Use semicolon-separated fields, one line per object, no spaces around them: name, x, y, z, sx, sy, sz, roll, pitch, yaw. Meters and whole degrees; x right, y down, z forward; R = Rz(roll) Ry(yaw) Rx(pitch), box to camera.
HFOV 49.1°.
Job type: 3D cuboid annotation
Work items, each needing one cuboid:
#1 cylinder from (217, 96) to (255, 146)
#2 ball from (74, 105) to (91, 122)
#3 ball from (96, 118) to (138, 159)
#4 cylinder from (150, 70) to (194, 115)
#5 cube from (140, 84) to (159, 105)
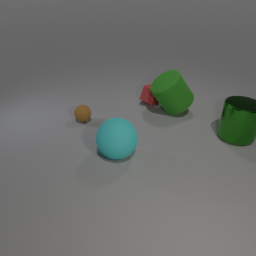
cylinder;4.164;-0.293;10.408;1.400;1.400;1.400;3;30;-2
ball;-1.875;-0.612;11.591;0.700;0.700;0.700;0;31;0
ball;-0.373;0.350;9.392;1.400;1.400;1.400;0;31;0
cylinder;1.894;-1.521;12.011;1.400;1.400;1.400;-28;34;21
cube;1.084;-1.557;12.990;0.700;0.700;0.700;31;28;24
